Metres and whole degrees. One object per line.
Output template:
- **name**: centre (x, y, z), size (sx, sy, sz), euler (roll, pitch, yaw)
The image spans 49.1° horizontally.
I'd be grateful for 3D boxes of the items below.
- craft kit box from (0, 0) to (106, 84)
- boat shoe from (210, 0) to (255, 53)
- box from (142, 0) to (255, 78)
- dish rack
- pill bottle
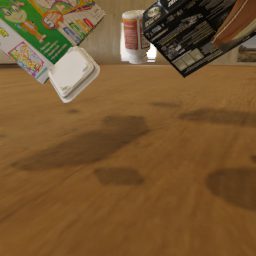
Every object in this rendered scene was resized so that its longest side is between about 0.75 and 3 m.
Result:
- **craft kit box**: centre (-2.007, -2.608, 5.533), size (0.671, 2.731, 2.766), euler (-39, 20, 40)
- **boat shoe**: centre (2.321, -2.535, 4.746), size (1.000, 2.708, 1.025), euler (41, 3, 1)
- **box**: centre (2.088, -3.085, 8.088), size (2.678, 2.193, 1.153), euler (-30, 40, 33)
- **dish rack**: centre (-0.864, -0.856, 4.207), size (0.870, 0.746, 0.189), euler (52, 6, 39)
- **pill bottle**: centre (0.347, -3.326, 10.305), size (0.989, 1.762, 0.989), euler (-3, 32, 2)
